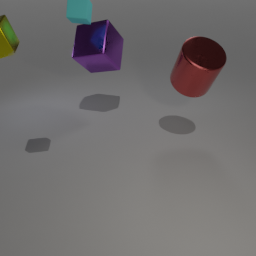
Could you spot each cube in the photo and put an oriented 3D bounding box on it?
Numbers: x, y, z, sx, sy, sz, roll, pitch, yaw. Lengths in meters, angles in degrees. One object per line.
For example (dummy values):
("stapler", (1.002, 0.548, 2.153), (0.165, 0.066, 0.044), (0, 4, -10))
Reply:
("cube", (-1.646, -3.993, 9.526), (0.700, 0.700, 0.700), (6, 6, 4))
("cube", (-2.995, -2.025, 6.346), (0.700, 0.700, 0.700), (-16, 40, 4))
("cube", (-1.130, -3.104, 10.863), (1.400, 1.400, 1.400), (0, -14, 25))

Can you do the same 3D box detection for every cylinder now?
("cylinder", (2.205, -1.931, 8.986), (1.400, 1.400, 1.400), (4, 60, -7))
